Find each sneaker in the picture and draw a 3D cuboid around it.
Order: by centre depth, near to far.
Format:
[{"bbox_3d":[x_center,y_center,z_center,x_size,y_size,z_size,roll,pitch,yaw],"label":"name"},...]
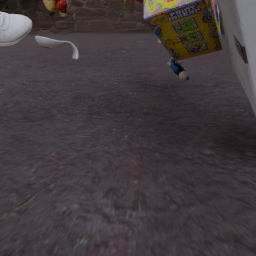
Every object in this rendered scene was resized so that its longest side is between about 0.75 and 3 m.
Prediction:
[{"bbox_3d":[-3.387,-2.483,6.689,2.068,0.774,1.030,-8,-20,-8],"label":"sneaker"}]

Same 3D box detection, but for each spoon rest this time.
[{"bbox_3d":[-1.230,-1.463,4.931,0.409,0.250,0.824,17,2,44],"label":"spoon rest"}]

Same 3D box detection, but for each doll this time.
[{"bbox_3d":[1.405,-1.635,7.798,0.779,0.277,1.141,31,26,-24],"label":"doll"}]

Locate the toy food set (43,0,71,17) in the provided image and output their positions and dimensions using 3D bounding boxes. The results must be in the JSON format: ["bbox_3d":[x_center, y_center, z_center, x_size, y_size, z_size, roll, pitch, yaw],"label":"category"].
[{"bbox_3d":[-1.794,-3.490,6.701,0.389,1.582,1.598,-21,46,-20],"label":"toy food set"}]

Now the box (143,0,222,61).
[{"bbox_3d":[1.316,-3.071,6.582,1.284,2.106,2.028,-8,-17,27],"label":"box"}]

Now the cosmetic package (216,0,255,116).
[{"bbox_3d":[3.025,-1.994,4.963,2.372,2.875,2.370,-18,36,19],"label":"cosmetic package"}]

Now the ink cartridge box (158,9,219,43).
[{"bbox_3d":[2.118,-4.000,10.377,1.026,1.786,2.460,-17,27,-22],"label":"ink cartridge box"}]

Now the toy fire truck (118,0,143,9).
[{"bbox_3d":[0.221,-4.464,9.402,1.738,0.601,2.464,2,-17,43],"label":"toy fire truck"}]
